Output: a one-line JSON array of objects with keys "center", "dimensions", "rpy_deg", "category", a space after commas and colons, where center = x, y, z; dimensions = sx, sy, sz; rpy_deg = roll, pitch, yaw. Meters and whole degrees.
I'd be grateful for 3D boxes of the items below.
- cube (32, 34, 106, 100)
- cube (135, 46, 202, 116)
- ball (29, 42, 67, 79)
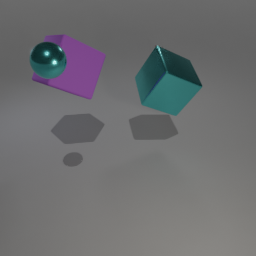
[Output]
[{"center": [-1.754, -1.782, 8.227], "dimensions": [1.400, 1.400, 1.400], "rpy_deg": [17, 3, -39], "category": "cube"}, {"center": [1.236, -1.475, 8.951], "dimensions": [1.400, 1.400, 1.400], "rpy_deg": [15, 42, -27], "category": "cube"}, {"center": [-1.533, -1.302, 5.404], "dimensions": [0.700, 0.700, 0.700], "rpy_deg": [0, 33, 0], "category": "ball"}]
